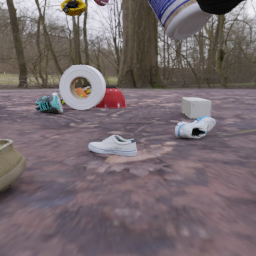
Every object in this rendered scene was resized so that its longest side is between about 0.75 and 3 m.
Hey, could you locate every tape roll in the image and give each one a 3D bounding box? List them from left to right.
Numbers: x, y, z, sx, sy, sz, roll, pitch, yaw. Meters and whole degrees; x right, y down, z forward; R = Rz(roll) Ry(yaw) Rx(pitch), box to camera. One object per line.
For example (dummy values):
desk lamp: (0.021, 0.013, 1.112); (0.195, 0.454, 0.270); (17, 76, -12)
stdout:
tape roll: (-1.946, -1.751, 12.046); (1.913, 1.913, 0.669); (1, 11, 8)

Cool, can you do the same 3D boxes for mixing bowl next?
mixing bowl: (-0.857, -1.453, 13.458); (1.643, 0.890, 1.643); (1, 9, 0)

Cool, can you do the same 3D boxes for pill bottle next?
pill bottle: (1.084, -3.432, 7.028); (1.258, 2.174, 1.258); (-25, -12, -6)

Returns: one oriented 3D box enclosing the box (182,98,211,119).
box: (2.381, -0.734, 9.945); (0.732, 0.609, 1.782); (1, 10, 3)

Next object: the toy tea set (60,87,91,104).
toy tea set: (-2.575, -1.587, 15.337); (1.416, 0.881, 2.381); (-28, 2, 22)

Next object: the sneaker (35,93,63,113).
sneaker: (-3.135, -0.879, 10.965); (0.970, 0.825, 2.126); (-19, 11, -16)

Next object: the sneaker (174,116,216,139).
sneaker: (1.594, 0.043, 6.151); (1.152, 0.432, 0.499); (-16, 23, -32)

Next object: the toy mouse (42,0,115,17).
toy mouse: (-1.240, -4.170, 8.781); (2.204, 1.959, 0.427); (13, -28, 18)

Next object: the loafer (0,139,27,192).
loafer: (-2.451, 0.314, 2.625); (2.822, 0.952, 1.073); (-5, 11, -26)

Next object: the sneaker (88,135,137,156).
sneaker: (-0.264, 0.273, 4.816); (0.897, 0.318, 0.328); (3, 10, 20)

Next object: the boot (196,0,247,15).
boot: (2.015, -2.594, 4.762); (1.160, 0.650, 1.677); (-45, 26, -10)
